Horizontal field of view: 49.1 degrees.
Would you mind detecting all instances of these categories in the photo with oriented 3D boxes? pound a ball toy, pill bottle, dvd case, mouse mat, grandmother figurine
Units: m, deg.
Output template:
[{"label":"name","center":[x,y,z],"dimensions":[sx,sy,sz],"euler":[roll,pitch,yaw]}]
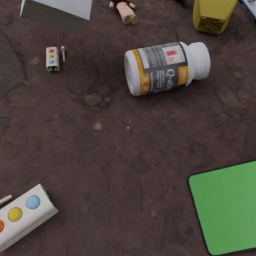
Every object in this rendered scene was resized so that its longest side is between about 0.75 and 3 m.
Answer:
[{"label":"pound a ball toy","center":[-2.548,-2.512,9.897],"dimensions":[0.649,0.423,0.996],"euler":[-7,63,-3]},{"label":"pound a ball toy","center":[-3.064,2.175,7.247],"dimensions":[2.014,0.855,1.313],"euler":[-33,67,-16]},{"label":"pill bottle","center":[1.226,-1.955,9.036],"dimensions":[2.509,1.460,1.460],"euler":[-12,63,-6]},{"label":"dvd case","center":[5.574,-4.864,11.174],"dimensions":[1.819,0.299,2.421],"euler":[-15,64,-8]},{"label":"mouse mat","center":[3.180,2.015,7.469],"dimensions":[2.783,0.105,2.239],"euler":[-14,64,5]},{"label":"grandmother figurine","center":[-0.265,-4.818,11.067],"dimensions":[1.066,0.532,1.757],"euler":[-3,56,-32]}]

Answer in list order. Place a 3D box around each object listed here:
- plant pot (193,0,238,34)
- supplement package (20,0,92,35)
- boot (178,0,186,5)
[{"label":"plant pot","center":[3.172,-4.392,10.329],"dimensions":[1.484,1.494,1.528],"euler":[13,74,6]},{"label":"supplement package","center":[-1.911,-3.835,7.713],"dimensions":[1.689,1.299,1.767],"euler":[11,84,-27]},{"label":"boot","center":[1.879,-5.375,11.353],"dimensions":[0.832,0.419,1.113],"euler":[-1,52,-8]}]
